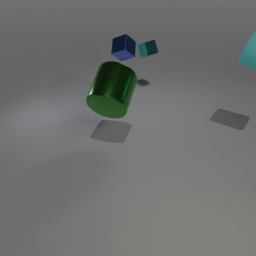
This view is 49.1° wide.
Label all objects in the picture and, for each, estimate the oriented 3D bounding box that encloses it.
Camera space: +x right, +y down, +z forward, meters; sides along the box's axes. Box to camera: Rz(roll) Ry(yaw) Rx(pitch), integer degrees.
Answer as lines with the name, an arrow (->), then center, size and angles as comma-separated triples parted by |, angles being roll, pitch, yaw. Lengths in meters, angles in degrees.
cylinder -> -0.528, -1.254, 9.385 | 1.400, 1.400, 1.400 | 10, 64, 17
cube -> 1.019, -4.057, 14.404 | 0.700, 0.700, 0.700 | -22, 14, -24
cylinder -> 4.675, -2.502, 9.275 | 1.400, 1.400, 1.400 | 34, 40, 16
cube -> -0.169, -3.195, 11.170 | 0.700, 0.700, 0.700 | -6, -17, 35
